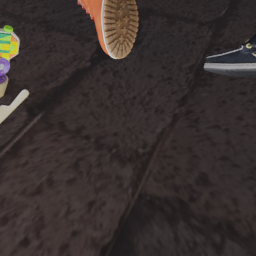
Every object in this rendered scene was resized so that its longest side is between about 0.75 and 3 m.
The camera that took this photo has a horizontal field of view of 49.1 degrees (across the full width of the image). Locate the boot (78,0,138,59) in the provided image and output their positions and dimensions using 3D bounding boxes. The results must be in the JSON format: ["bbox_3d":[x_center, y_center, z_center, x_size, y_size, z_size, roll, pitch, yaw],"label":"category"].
[{"bbox_3d":[-0.660,-3.174,7.262,1.097,2.924,1.568,-10,4,-43],"label":"boot"}]

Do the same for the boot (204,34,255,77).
[{"bbox_3d":[2.953,-2.182,5.824,2.762,2.080,1.011,3,3,45],"label":"boot"}]

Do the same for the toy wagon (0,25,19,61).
[{"bbox_3d":[-3.822,-2.350,7.826,1.434,1.113,0.284,-4,50,-32],"label":"toy wagon"}]

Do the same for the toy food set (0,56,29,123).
[{"bbox_3d":[-3.408,-1.180,5.607,1.650,2.596,0.409,-45,17,2],"label":"toy food set"}]
